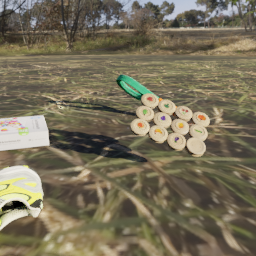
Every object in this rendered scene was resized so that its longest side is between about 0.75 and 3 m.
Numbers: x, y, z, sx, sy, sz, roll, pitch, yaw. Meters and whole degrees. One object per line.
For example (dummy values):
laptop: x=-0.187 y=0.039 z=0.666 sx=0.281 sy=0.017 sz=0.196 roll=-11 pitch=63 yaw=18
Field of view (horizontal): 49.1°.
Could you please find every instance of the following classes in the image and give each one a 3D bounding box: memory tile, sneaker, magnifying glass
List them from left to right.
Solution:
sneaker: x=-2.112 y=1.087 z=3.712 sx=1.979 sy=0.746 sz=0.756 roll=-18 pitch=40 yaw=-25
magnifying glass: x=0.759 y=-0.994 z=9.258 sx=2.827 sy=0.317 sz=1.125 roll=34 pitch=-9 yaw=25
memory tile: x=0.865 y=-0.097 z=5.597 sx=1.513 sy=0.127 sz=1.160 roll=20 pitch=52 yaw=4

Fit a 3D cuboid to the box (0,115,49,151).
box: x=-3.161 y=0.134 z=7.094 sx=2.118 sy=0.436 sz=1.651 roll=-5 pitch=17 yaw=-19
